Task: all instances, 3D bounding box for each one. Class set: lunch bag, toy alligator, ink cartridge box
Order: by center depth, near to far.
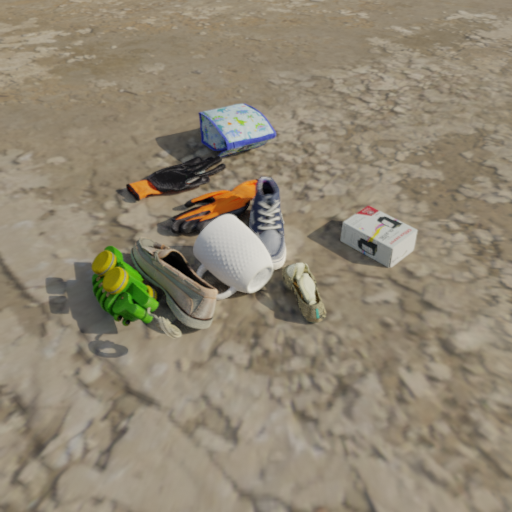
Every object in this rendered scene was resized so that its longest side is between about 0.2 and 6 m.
[{"bbox_3d":[-2.304,0.795,9.879,0.850,0.929,3.132,-48,43,1],"label":"toy alligator"},{"bbox_3d":[2.568,-0.423,11.712,0.930,0.528,1.276,-32,49,-33],"label":"ink cartridge box"},{"bbox_3d":[-0.508,-3.269,14.781,1.467,1.099,1.725,-20,33,-23],"label":"lunch bag"}]

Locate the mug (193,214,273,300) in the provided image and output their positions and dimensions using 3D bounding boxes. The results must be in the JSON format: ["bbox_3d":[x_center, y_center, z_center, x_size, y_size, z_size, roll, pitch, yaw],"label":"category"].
[{"bbox_3d":[-0.497,0.174,10.665,1.516,1.120,1.329,-45,65,-5],"label":"mug"}]

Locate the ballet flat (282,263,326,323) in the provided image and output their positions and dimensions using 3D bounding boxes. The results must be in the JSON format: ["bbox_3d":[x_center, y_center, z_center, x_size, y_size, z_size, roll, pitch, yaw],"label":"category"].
[{"bbox_3d":[0.894,0.516,10.473,0.562,0.623,1.656,-14,40,-8],"label":"ballet flat"}]

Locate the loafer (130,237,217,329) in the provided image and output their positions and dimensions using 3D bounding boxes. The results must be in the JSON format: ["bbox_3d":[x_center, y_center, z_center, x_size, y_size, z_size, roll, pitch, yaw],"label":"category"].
[{"bbox_3d":[-1.475,0.288,10.435,0.931,0.814,2.589,4,30,-43],"label":"loafer"}]

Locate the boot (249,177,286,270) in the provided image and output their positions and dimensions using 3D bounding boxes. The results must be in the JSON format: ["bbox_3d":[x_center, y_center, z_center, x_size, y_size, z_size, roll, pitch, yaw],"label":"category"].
[{"bbox_3d":[0.204,-0.728,11.682,0.786,0.976,2.160,-2,40,-8],"label":"boot"}]

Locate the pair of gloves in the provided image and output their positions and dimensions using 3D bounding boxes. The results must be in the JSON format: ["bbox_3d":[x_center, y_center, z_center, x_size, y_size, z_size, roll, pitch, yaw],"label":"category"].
[{"bbox_3d":[-1.362,-1.497,13.198,2.582,0.358,2.899,-27,44,-28],"label":"pair of gloves"}]
